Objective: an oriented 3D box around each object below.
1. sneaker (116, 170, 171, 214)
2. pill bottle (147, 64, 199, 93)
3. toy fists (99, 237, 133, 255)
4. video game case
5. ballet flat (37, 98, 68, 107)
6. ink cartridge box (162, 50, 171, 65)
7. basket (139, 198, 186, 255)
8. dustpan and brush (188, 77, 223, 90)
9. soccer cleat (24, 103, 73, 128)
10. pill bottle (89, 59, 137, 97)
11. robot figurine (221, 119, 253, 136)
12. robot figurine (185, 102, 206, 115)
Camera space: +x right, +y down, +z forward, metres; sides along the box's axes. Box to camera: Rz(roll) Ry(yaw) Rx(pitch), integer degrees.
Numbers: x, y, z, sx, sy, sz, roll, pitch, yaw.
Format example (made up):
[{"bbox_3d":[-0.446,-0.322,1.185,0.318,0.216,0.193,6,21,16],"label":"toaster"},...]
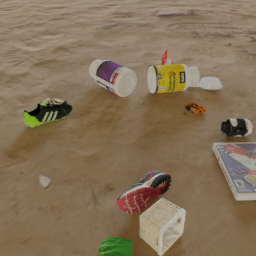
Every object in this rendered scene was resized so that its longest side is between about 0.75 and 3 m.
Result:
[{"bbox_3d":[0.427,1.872,8.320,1.931,0.778,0.721,-20,24,-37],"label":"sneaker"},{"bbox_3d":[2.225,-2.459,13.819,2.366,1.325,1.325,-6,36,-8],"label":"pill bottle"},{"bbox_3d":[-0.328,3.254,6.485,0.813,0.548,1.595,7,34,-2],"label":"toy fists"},{"bbox_3d":[4.536,1.325,9.367,2.758,0.317,2.513,-2,35,-2],"label":"video game case"},{"bbox_3d":[-3.410,-1.107,12.635,1.463,0.535,0.535,4,36,6],"label":"ballet flat"},{"bbox_3d":[2.121,-3.595,15.552,0.296,1.167,1.325,11,37,16],"label":"ink cartridge box"},{"bbox_3d":[0.881,2.484,7.190,0.973,0.965,0.783,-29,42,-34],"label":"basket"},{"bbox_3d":[3.870,-2.261,14.390,1.706,0.488,1.190,7,34,-1],"label":"dustpan and brush"},{"bbox_3d":[-3.298,-0.688,11.717,2.112,0.856,0.713,-23,40,-29],"label":"soccer cleat"},{"bbox_3d":[-0.832,-2.591,13.978,1.354,1.354,2.430,-28,45,-33],"label":"pill bottle"},{"bbox_3d":[4.237,-0.005,10.921,1.139,0.711,0.856,0,57,0],"label":"robot figurine"},{"bbox_3d":[2.996,-0.910,12.551,0.671,0.269,0.926,-19,40,-27],"label":"robot figurine"}]
